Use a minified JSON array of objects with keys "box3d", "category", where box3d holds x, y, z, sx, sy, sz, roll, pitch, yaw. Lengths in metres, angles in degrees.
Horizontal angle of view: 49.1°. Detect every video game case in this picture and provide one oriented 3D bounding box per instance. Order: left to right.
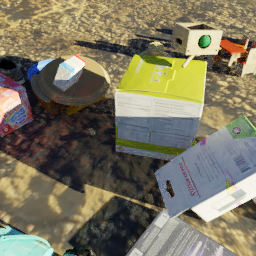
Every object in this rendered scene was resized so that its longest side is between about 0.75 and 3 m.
[{"box3d":[1.320,3.024,6.073,2.463,0.234,1.760,27,47,27],"category":"video game case"}]

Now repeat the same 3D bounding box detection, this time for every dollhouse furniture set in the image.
[{"box3d":[5.035,-3.598,13.127,2.590,1.334,2.562,-13,42,-15],"category":"dollhouse furniture set"}]

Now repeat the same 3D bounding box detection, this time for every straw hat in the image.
[{"box3d":[1.388,-3.878,13.953,1.715,0.726,1.715,0,41,0],"category":"straw hat"}]

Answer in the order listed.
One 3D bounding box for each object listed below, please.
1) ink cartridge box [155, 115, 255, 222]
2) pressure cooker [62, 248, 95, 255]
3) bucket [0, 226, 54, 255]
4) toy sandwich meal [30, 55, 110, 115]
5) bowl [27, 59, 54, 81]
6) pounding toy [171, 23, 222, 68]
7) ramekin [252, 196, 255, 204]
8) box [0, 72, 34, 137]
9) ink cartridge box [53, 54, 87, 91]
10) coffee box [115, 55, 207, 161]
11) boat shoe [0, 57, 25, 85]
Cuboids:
[{"box3d":[2.218,1.174,7.125,2.825,0.951,1.655,-34,38,16],"category":"ink cartridge box"},{"box3d":[-1.048,2.928,5.689,0.844,0.857,0.960,8,41,15],"category":"pressure cooker"},{"box3d":[-2.210,2.792,5.345,1.049,1.612,1.612,19,43,7],"category":"bucket"},{"box3d":[-2.163,-1.646,10.904,2.998,1.027,2.998,6,51,-7],"category":"toy sandwich meal"},{"box3d":[-3.265,-2.374,12.367,2.223,0.436,2.223,0,41,0],"category":"bowl"},{"box3d":[2.034,-2.585,8.652,1.311,1.012,1.424,-6,33,-16],"category":"pounding toy"},{"box3d":[4.647,1.289,7.307,2.761,1.286,2.761,0,41,0],"category":"ramekin"},{"box3d":[-4.859,-1.094,10.075,2.805,1.440,1.328,31,49,30],"category":"box"},{"box3d":[-1.780,-1.805,8.923,0.439,0.758,1.305,33,36,1],"category":"ink cartridge box"},{"box3d":[1.044,-0.673,8.798,2.388,2.361,2.384,9,41,11],"category":"coffee box"},{"box3d":[-5.460,-2.752,12.553,0.924,0.773,2.585,-29,48,-30],"category":"boat shoe"}]
